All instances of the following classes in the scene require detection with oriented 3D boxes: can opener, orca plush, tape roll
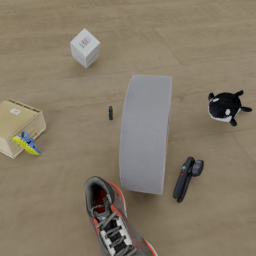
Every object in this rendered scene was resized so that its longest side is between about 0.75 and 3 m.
[{"bbox_3d":[1.453,1.260,7.080,0.425,0.527,1.341,47,56,-13],"label":"can opener"},{"bbox_3d":[3.266,-0.727,8.447,2.340,0.832,1.231,5,53,-42],"label":"orca plush"},{"bbox_3d":[0.496,0.133,6.633,0.904,2.737,2.737,6,42,9],"label":"tape roll"}]

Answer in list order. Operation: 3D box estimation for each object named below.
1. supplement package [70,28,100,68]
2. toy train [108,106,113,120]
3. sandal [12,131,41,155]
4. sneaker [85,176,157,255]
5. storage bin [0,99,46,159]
[{"bbox_3d":[-1.672,-3.087,11.023,0.820,1.398,0.817,42,81,-2],"label":"supplement package"},{"bbox_3d":[-0.541,-0.460,8.750,0.141,0.829,0.190,0,66,-3],"label":"toy train"},{"bbox_3d":[-2.725,0.417,7.743,0.364,0.917,0.399,2,54,33],"label":"sandal"},{"bbox_3d":[-0.294,2.014,5.298,0.998,1.061,2.590,-34,52,-2],"label":"sneaker"},{"bbox_3d":[-3.507,-0.070,8.358,1.488,0.697,1.477,20,48,22],"label":"storage bin"}]
